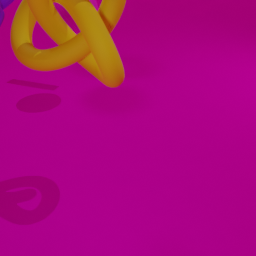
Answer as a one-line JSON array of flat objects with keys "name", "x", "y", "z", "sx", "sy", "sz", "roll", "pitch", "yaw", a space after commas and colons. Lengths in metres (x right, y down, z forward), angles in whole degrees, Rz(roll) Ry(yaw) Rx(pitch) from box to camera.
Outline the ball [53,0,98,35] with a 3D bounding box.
[{"name": "ball", "x": -1.339, "y": -2.988, "z": 7.138, "sx": 1.164, "sy": 1.164, "sz": 1.164, "roll": 0, "pitch": 35, "yaw": 0}]

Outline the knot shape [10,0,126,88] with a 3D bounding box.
[{"name": "knot shape", "x": -0.698, "y": -1.343, "z": 3.943, "sx": 2.006, "sy": 1.877, "sz": 0.927, "roll": -26, "pitch": 19, "yaw": 40}]

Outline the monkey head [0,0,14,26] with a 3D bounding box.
[{"name": "monkey head", "x": -2.195, "y": -1.994, "z": 4.113, "sx": 1.469, "sy": 0.885, "sz": 1.057, "roll": 21, "pitch": 64, "yaw": 23}]
